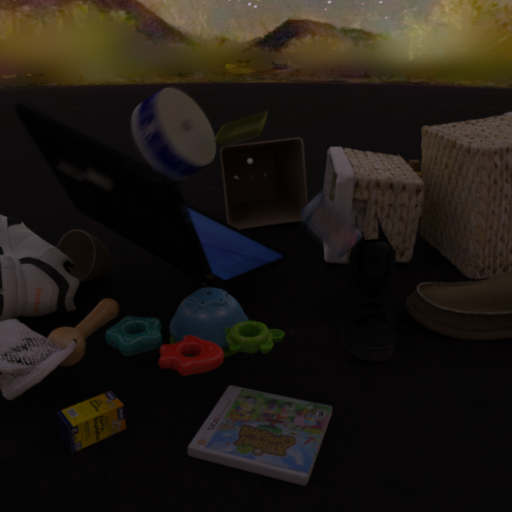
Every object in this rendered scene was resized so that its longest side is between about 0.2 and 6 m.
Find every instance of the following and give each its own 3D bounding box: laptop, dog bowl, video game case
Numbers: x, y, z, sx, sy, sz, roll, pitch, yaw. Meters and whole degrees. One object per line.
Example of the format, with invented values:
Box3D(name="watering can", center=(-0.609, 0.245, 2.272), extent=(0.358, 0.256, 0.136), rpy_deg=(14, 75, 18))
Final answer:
Box3D(name="laptop", center=(-1.478, -1.071, 9.313), extent=(3.329, 3.757, 1.940), rpy_deg=(27, 63, 28))
Box3D(name="dog bowl", center=(-1.699, -2.564, 11.790), extent=(0.715, 1.814, 1.814), rpy_deg=(-24, 8, 32))
Box3D(name="video game case", center=(0.083, 2.019, 6.505), extent=(1.366, 0.151, 1.244), rpy_deg=(8, 24, 18))

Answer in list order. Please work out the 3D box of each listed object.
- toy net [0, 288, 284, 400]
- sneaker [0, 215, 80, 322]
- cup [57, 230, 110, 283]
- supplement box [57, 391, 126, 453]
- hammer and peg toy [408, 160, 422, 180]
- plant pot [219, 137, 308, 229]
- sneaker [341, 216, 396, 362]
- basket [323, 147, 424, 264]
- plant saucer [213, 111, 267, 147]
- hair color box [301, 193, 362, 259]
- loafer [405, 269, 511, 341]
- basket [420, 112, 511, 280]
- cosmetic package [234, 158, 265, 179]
Box3D(name="toy net", center=(-1.834, 1.328, 7.419), extent=(4.153, 0.802, 2.179), rpy_deg=(-10, 26, -22))
Box3D(name="sneaker", center=(-4.023, 0.219, 9.928), extent=(1.335, 1.230, 3.338), rpy_deg=(3, 23, -30))
Box3D(name="cup", center=(-3.157, 0.038, 10.514), extent=(0.983, 0.983, 0.703), rpy_deg=(12, 0, 28))
Box3D(name="supplement box", center=(-1.900, 1.912, 6.491), extent=(0.661, 0.360, 0.362), rpy_deg=(-17, 28, -36))
Box3D(name="hammer and peg toy", center=(5.301, -1.758, 14.553), extent=(2.981, 1.051, 2.192), rpy_deg=(6, 23, 13))
Box3D(name="plant pot", center=(0.057, -1.864, 13.769), extent=(1.957, 1.954, 1.732), rpy_deg=(-8, 15, -9))
Box3D(name="sneaker", center=(1.772, 0.412, 8.794), extent=(0.801, 1.390, 2.666), rpy_deg=(3, 22, 9))
Box3D(name="basket", center=(2.357, -1.106, 11.950), extent=(1.739, 1.911, 2.820), rpy_deg=(5, 22, 2))
Box3D(name="plant saucer", center=(-0.272, -2.564, 11.482), extent=(1.029, 0.247, 1.031), rpy_deg=(-14, 27, 17))
Box3D(name="hair color box", center=(1.152, -0.522, 8.799), extent=(0.813, 0.492, 1.625), rpy_deg=(45, 9, -4))
Box3D(name="loafer", center=(3.888, 0.666, 8.643), extent=(3.055, 1.030, 1.161), rpy_deg=(3, 22, 8))
Box3D(name="basket", center=(4.795, -1.233, 11.202), extent=(2.238, 2.782, 2.757), rpy_deg=(-8, 23, -5))
Box3D(name="cosmetic package", center=(-0.282, -2.723, 17.656), extent=(0.829, 0.509, 0.826), rpy_deg=(-15, 27, -36))
